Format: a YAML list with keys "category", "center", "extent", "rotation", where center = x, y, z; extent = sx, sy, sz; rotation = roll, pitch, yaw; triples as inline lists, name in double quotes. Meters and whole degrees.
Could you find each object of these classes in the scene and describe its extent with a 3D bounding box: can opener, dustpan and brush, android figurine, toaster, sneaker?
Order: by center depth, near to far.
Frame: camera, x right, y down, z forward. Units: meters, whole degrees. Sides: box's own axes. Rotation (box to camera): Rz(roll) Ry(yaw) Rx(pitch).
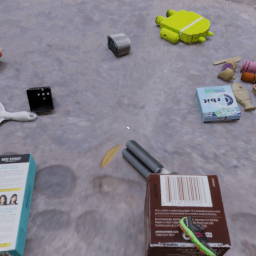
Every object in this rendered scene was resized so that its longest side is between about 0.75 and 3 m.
- category: "sneaker"
  center: [1.246, 1.863, 4.859]
  extent: [0.329, 0.301, 0.785]
  rotation: [-35, 65, -15]
- category: "can opener"
  center: [0.764, 1.167, 7.656]
  extent: [2.259, 0.595, 0.751]
  rotation: [38, 26, 25]
- category: "dustpan and brush"
  center: [-4.359, -0.453, 8.860]
  extent: [2.790, 0.798, 1.947]
  rotation: [-5, 53, 5]
- category: "toaster"
  center: [-0.335, -3.317, 11.134]
  extent: [0.698, 0.614, 1.081]
  rotation: [-21, 53, -19]
- category: "android figurine"
  center: [2.453, -4.375, 12.049]
  extent: [2.482, 0.510, 2.259]
  rotation: [35, 59, 26]

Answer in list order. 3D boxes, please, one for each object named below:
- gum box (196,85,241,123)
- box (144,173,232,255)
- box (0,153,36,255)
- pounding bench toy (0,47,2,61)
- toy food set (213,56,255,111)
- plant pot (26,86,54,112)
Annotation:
- category: "gum box"
  center: [2.945, -0.809, 9.256]
  extent: [1.158, 0.304, 1.363]
  rotation: [-4, 52, 3]
- category: "box"
  center: [1.132, 2.051, 6.040]
  extent: [1.502, 1.810, 1.487]
  rotation: [0, 52, 1]
- category: "box"
  center: [-3.009, 1.849, 6.968]
  extent: [1.031, 0.616, 2.505]
  rotation: [-3, 51, -3]
- category: "pounding bench toy"
  center: [-5.309, -2.563, 10.521]
  extent: [0.887, 1.137, 0.706]
  rotation: [23, 49, -23]
- category: "toy food set"
  center: [4.239, -1.807, 10.037]
  extent: [1.682, 0.417, 2.647]
  rotation: [-14, 53, -11]
- category: "plant pot"
  center: [-2.821, -1.010, 9.189]
  extent: [0.759, 0.761, 0.675]
  rotation: [-6, 23, -5]
